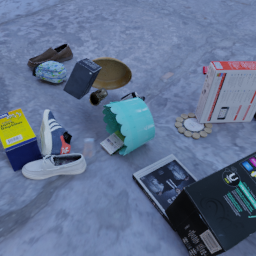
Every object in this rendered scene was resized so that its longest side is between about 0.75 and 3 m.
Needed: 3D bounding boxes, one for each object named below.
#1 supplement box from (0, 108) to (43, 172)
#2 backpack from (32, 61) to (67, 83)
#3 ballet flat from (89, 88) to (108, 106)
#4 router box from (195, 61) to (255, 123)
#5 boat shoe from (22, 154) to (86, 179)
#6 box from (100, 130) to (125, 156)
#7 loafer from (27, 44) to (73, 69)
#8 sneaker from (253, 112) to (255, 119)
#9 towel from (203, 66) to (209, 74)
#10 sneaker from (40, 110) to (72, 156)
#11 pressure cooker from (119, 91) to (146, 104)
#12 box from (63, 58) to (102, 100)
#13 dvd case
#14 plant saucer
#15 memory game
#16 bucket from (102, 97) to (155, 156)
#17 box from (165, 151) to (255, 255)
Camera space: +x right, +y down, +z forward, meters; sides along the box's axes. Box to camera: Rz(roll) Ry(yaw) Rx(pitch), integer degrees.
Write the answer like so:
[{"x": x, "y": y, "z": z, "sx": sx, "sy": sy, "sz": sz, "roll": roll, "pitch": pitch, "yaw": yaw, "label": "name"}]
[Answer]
[{"x": -3.873, "y": 0.366, "z": 9.835, "sx": 1.059, "sy": 1.052, "sz": 1.934, "roll": -23, "pitch": 48, "yaw": -23, "label": "supplement box"}, {"x": -3.552, "y": -2.629, "z": 13.148, "sx": 1.417, "sy": 1.089, "sz": 1.156, "roll": 35, "pitch": 38, "yaw": 13, "label": "backpack"}, {"x": -1.186, "y": -1.113, "z": 10.487, "sx": 0.367, "sy": 1.583, "sz": 0.533, "roll": -43, "pitch": 102, "yaw": -24, "label": "ballet flat"}, {"x": 3.895, "y": -1.276, "z": 10.504, "sx": 2.192, "sy": 2.443, "sz": 0.597, "roll": -1, "pitch": 43, "yaw": -8, "label": "router box"}, {"x": -2.447, "y": 1.192, "z": 9.205, "sx": 2.093, "sy": 0.717, "sz": 0.754, "roll": 0, "pitch": 43, "yaw": 0, "label": "boat shoe"}, {"x": -0.484, "y": 0.539, "z": 10.151, "sx": 0.857, "sy": 0.156, "sz": 0.619, "roll": -37, "pitch": 65, "yaw": -20, "label": "box"}, {"x": -4.011, "y": -3.741, "z": 14.308, "sx": 2.470, "sy": 0.877, "sz": 0.902, "roll": -30, "pitch": 51, "yaw": -28, "label": "loafer"}, {"x": 5.615, "y": -1.057, "z": 11.569, "sx": 0.885, "sy": 0.752, "sz": 2.042, "roll": 6, "pitch": 43, "yaw": 5, "label": "sneaker"}, {"x": 4.215, "y": -2.836, "z": 13.919, "sx": 0.977, "sy": 0.110, "sz": 0.707, "roll": 7, "pitch": 42, "yaw": 5, "label": "towel"}, {"x": -2.623, "y": 0.184, "z": 10.279, "sx": 1.037, "sy": 0.920, "sz": 2.453, "roll": 6, "pitch": 34, "yaw": -23, "label": "sneaker"}, {"x": 0.232, "y": -0.931, "z": 11.045, "sx": 1.023, "sy": 0.914, "sz": 0.899, "roll": -32, "pitch": 41, "yaw": 13, "label": "pressure cooker"}, {"x": -1.610, "y": -1.775, "z": 10.013, "sx": 0.718, "sy": 1.159, "sz": 1.140, "roll": 30, "pitch": 22, "yaw": -5, "label": "box"}, {"x": 1.418, "y": 1.907, "z": 8.772, "sx": 1.664, "sy": 0.274, "sz": 2.214, "roll": -24, "pitch": 48, "yaw": -23, "label": "dvd case"}, {"x": -0.854, "y": -2.244, "z": 11.279, "sx": 2.046, "sy": 2.046, "sz": 0.362, "roll": 0, "pitch": 64, "yaw": 0, "label": "plant saucer"}, {"x": 2.578, "y": -0.112, "z": 11.036, "sx": 1.488, "sy": 0.095, "sz": 1.488, "roll": 0, "pitch": 42, "yaw": 0, "label": "memory game"}, {"x": 0.017, "y": -0.118, "z": 9.779, "sx": 1.232, "sy": 1.893, "sz": 1.893, "roll": -21, "pitch": 47, "yaw": -19, "label": "bucket"}, {"x": 2.622, "y": 2.011, "z": 7.251, "sx": 2.599, "sy": 1.930, "sz": 1.616, "roll": -21, "pitch": 63, "yaw": -22, "label": "box"}]
